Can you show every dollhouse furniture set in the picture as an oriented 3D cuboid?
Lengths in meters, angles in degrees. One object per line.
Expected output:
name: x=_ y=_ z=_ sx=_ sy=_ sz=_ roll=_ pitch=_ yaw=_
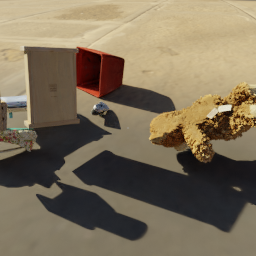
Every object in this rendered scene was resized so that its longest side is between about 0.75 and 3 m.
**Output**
dollhouse furniture set: x=-2.715 y=-1.122 z=7.074 sx=2.534 sy=1.751 sz=2.684 roll=-7 pitch=16 yaw=-32

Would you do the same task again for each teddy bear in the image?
teddy bear: x=1.828 y=-0.099 z=6.173 sx=2.699 sy=0.901 sz=1.957 roll=-30 pitch=37 yaw=12

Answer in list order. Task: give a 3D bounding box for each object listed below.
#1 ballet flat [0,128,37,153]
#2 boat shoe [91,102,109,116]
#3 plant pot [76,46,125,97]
ballet flat: x=-3.093 y=0.279 z=6.451 sx=1.902 sy=0.608 sz=0.719 roll=2 pitch=-4 yaw=-16
boat shoe: x=-0.841 y=-0.537 z=8.344 sx=0.348 sy=0.322 sz=0.944 roll=43 pitch=18 yaw=-2
plant pot: x=-0.938 y=-2.051 z=9.978 sx=1.285 sy=1.457 sz=1.459 roll=-16 pitch=32 yaw=-43
